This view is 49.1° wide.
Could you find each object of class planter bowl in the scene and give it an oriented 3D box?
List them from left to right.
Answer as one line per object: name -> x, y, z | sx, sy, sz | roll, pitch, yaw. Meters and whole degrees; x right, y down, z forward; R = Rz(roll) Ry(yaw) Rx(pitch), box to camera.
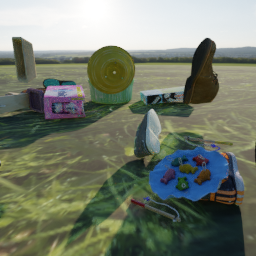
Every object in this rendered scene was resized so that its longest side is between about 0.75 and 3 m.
planter bowl -> -0.441, -1.668, 8.270 | 1.480, 1.480, 0.617 | -3, 19, -11

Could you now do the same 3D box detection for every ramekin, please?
ramekin -> -0.824, -1.892, 13.824 | 2.268, 1.108, 2.268 | 0, 16, 0

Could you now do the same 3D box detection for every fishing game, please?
fishing game -> 0.986, 0.706, 4.739 | 1.393, 0.302, 1.945 | 10, 40, 47

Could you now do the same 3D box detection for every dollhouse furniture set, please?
dollhouse furniture set -> -4.869, -1.950, 10.780 | 2.352, 2.968, 2.107 | 16, 26, 40

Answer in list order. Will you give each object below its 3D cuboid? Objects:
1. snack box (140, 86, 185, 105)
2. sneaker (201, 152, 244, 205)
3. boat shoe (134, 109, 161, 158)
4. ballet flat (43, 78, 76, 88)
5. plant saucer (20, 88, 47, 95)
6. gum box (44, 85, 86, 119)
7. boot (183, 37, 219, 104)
snack box -> 1.960, -1.620, 13.666 | 2.533, 0.470, 1.472 | -7, 16, -5
sneaker -> 1.525, 0.816, 5.106 | 0.856, 0.592, 1.527 | 4, 16, 9
boat shoe -> 0.478, 0.099, 7.020 | 0.524, 0.627, 1.754 | -27, 25, 23
ballet flat -> -4.284, -2.592, 17.246 | 2.262, 0.769, 0.774 | 0, 3, -41
plant saucer -> -4.284, -1.663, 14.179 | 2.802, 0.512, 2.802 | -1, 16, 0
gum box -> -2.530, -1.086, 11.264 | 1.475, 0.859, 2.599 | -3, 18, -12
boot -> 2.652, -1.835, 9.499 | 1.081, 2.864, 1.054 | 8, 58, 4
